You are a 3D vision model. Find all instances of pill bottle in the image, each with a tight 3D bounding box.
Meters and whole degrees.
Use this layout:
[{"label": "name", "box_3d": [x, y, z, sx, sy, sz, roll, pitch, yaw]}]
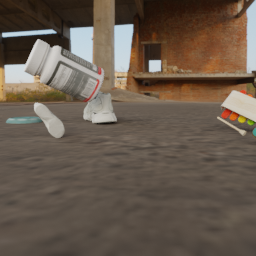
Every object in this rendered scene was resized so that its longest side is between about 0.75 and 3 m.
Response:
[{"label": "pill bottle", "box_3d": [-1.830, -1.634, 8.132, 2.045, 1.165, 1.165, 24, -5, -26]}]

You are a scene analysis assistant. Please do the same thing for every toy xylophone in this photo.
[{"label": "toy xylophone", "box_3d": [2.887, -0.379, 6.998, 0.363, 1.058, 1.445, 39, 6, -47]}]

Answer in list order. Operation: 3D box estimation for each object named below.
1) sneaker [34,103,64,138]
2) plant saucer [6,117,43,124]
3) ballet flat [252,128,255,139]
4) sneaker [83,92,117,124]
[{"label": "sneaker", "box_3d": [-1.756, -0.199, 6.248, 0.353, 0.937, 0.415, -37, 32, -14]}, {"label": "plant saucer", "box_3d": [-3.816, -0.300, 10.334, 1.283, 0.176, 1.283, 0, 7, 0]}, {"label": "ballet flat", "box_3d": [2.877, 0.018, 5.075, 1.143, 0.387, 0.413, -25, -40, 22]}, {"label": "sneaker", "box_3d": [-1.077, -0.783, 10.476, 1.031, 1.113, 2.745, -6, 6, -19]}]
